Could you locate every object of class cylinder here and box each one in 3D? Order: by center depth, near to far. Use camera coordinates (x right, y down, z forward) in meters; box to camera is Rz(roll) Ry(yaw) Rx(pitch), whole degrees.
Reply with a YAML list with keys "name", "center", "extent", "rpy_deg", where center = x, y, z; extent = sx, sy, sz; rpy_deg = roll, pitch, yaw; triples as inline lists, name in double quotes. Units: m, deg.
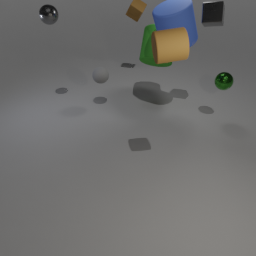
- name: "cylinder"
  center: [0.919, -1.814, 6.175]
  extent: [0.700, 0.700, 0.700]
  rpy_deg: [-9, 33, -1]
- name: "cylinder"
  center: [1.714, -3.711, 10.084]
  extent: [1.400, 1.400, 1.400]
  rpy_deg: [-13, 42, 13]
- name: "cylinder"
  center: [1.275, -3.448, 11.831]
  extent: [1.400, 1.400, 1.400]
  rpy_deg: [10, -1, 0]

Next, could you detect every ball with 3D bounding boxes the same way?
- name: "ball"
  center: [-2.918, -4.174, 10.316]
  extent: [0.700, 0.700, 0.700]
  rpy_deg: [0, 33, 0]
- name: "ball"
  center: [3.713, -1.813, 10.841]
  extent: [0.700, 0.700, 0.700]
  rpy_deg: [0, 33, 0]
- name: "ball"
  center: [-1.154, -2.223, 11.809]
  extent: [0.700, 0.700, 0.700]
  rpy_deg: [0, 33, 0]

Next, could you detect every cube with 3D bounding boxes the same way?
- name: "cube"
  center: [3.035, -4.040, 9.968]
  extent: [0.700, 0.700, 0.700]
  rpy_deg: [5, 11, 22]
- name: "cube"
  center: [0.407, -5.878, 13.898]
  extent: [0.700, 0.700, 0.700]
  rpy_deg: [29, 59, -10]
